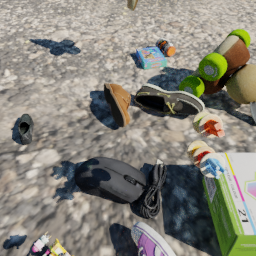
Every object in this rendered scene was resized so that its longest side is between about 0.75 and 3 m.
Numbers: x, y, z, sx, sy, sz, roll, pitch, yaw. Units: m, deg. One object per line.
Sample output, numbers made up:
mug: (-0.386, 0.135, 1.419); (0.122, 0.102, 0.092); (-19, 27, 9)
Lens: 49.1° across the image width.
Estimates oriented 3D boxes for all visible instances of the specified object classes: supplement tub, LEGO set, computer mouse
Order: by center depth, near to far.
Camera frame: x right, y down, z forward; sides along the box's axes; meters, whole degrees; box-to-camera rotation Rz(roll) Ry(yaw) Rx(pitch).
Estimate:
LEGO set: (-1.204, 2.861, 5.330); (1.800, 0.828, 0.670); (44, 72, 10)
computer mouse: (-0.242, 1.222, 7.120); (2.384, 0.628, 1.651); (11, 44, 11)
supplement tub: (1.679, -3.589, 12.465); (0.561, 0.561, 0.916); (-21, 46, -22)

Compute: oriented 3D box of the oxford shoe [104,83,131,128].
oxford shoe: (-0.222, -0.870, 9.340); (0.806, 0.807, 2.262); (-6, 41, -14)

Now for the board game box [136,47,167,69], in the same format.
board game box: (0.990, -3.030, 12.047); (1.004, 0.297, 1.321); (-9, 43, -10)

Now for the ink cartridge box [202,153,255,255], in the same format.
ink cartridge box: (3.400, 1.652, 6.303); (2.902, 1.099, 2.145); (-1, 41, -1)

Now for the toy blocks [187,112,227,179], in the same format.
toy blocks: (1.298, 0.259, 4.378); (0.402, 0.922, 1.106); (8, 11, -5)

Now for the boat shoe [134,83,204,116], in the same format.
boat shoe: (1.308, -0.809, 9.267); (2.339, 0.834, 0.704); (19, 50, 27)

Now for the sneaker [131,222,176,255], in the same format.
sneaker: (0.412, 2.834, 5.278); (1.204, 0.766, 2.113); (-25, 48, -21)

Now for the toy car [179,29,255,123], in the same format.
toy car: (3.732, -1.428, 9.536); (2.932, 2.313, 2.408); (45, 57, 3)

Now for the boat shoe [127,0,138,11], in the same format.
boat shoe: (0.086, -5.268, 9.650); (0.739, 2.276, 0.821); (10, 40, 6)

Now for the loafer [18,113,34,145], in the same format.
loafer: (-3.158, -0.058, 8.655); (0.444, 0.460, 1.309); (-10, 43, -11)
